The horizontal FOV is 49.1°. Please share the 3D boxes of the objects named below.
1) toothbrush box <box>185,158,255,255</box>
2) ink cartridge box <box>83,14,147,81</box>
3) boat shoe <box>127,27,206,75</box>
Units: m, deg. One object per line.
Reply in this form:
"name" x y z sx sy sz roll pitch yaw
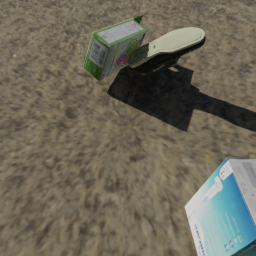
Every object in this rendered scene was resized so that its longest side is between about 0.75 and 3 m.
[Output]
"toothbrush box" 1.879 1.630 5.070 0.800 1.876 1.374 4 47 -16
"ink cartridge box" -0.190 -2.609 8.901 0.743 1.301 2.505 41 48 12
"boat shoe" 1.185 -2.235 8.339 2.447 0.827 0.879 -15 51 34
